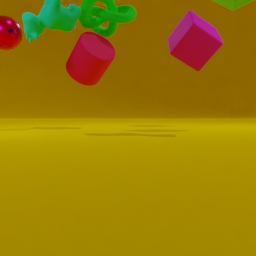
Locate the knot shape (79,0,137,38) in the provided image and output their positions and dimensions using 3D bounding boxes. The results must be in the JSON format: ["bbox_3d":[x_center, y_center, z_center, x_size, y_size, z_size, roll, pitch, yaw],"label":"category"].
[{"bbox_3d":[-0.540,-3.173,7.884,1.565,0.773,1.672,-4,-2,2],"label":"knot shape"}]

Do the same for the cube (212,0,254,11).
[{"bbox_3d":[2.397,-3.355,6.157,0.954,0.954,0.954,-28,48,-8],"label":"cube"}]

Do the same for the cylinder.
[{"bbox_3d":[-1.038,-1.888,7.710,1.053,1.053,1.053,-2,-32,-38],"label":"cylinder"}]

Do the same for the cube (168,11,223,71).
[{"bbox_3d":[2.323,-3.055,9.864,1.282,1.282,1.282,26,37,-19],"label":"cube"}]

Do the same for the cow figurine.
[{"bbox_3d":[-1.836,-2.518,6.664,1.236,1.217,0.679,13,23,-40],"label":"cow figurine"}]

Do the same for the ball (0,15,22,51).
[{"bbox_3d":[-3.212,-2.467,7.290,0.869,0.869,0.869,0,2,0],"label":"ball"}]
